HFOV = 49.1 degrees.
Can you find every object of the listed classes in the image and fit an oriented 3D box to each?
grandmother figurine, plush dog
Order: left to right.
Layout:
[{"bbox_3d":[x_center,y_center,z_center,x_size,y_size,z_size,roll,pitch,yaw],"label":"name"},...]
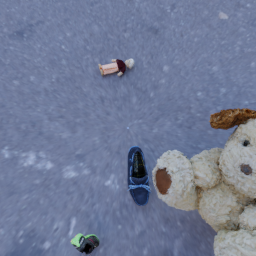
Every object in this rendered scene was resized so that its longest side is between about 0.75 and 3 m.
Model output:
[{"bbox_3d":[-0.310,-1.822,8.327,1.050,0.318,0.636,-17,76,-6],"label":"grandmother figurine"},{"bbox_3d":[2.262,0.954,5.266,2.259,2.419,2.816,-3,42,-48],"label":"plush dog"}]

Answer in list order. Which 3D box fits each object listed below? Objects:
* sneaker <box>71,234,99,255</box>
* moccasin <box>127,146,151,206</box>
[{"bbox_3d":[-0.851,2.437,5.790,0.356,0.928,0.389,-43,60,3],"label":"sneaker"},{"bbox_3d":[0.199,1.123,6.367,0.559,0.474,1.389,-13,93,-8],"label":"moccasin"}]
